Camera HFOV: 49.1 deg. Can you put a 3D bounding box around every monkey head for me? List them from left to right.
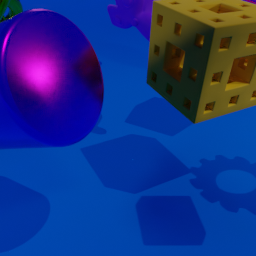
[{"bbox_3d":[0.324,-2.345,5.385,1.306,1.815,1.094,43,59,0],"label":"monkey head"}]

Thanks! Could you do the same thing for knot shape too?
[{"bbox_3d":[-2.567,-2.203,5.411,0.836,1.809,1.692,6,-3,-12],"label":"knot shape"}]

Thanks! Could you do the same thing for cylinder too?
[{"bbox_3d":[-1.181,-0.440,3.102,1.336,1.336,1.336,-4,26,34],"label":"cylinder"}]

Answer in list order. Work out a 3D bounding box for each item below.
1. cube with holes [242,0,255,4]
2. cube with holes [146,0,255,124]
[{"bbox_3d":[2.348,-2.592,5.573,1.266,1.266,1.266,30,78,16],"label":"cube with holes"},{"bbox_3d":[1.250,-1.127,4.294,1.359,1.359,1.359,-16,40,-23],"label":"cube with holes"}]
